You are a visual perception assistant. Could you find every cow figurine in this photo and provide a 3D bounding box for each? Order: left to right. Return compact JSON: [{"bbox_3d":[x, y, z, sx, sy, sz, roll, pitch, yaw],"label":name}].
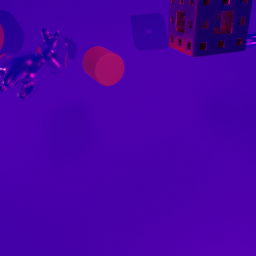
[{"bbox_3d":[-1.703,-1.140,4.872,1.304,0.716,1.283,18,71,32],"label":"cow figurine"}]

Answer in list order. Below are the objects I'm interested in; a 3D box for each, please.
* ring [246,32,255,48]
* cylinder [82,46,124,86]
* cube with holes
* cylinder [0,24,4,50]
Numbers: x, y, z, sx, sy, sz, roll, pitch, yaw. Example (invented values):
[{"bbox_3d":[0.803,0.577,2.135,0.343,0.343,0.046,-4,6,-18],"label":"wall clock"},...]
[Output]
[{"bbox_3d":[2.646,-2.364,5.913,1.574,1.574,0.315,8,56,1],"label":"ring"},{"bbox_3d":[-0.599,-1.490,6.709,0.772,0.772,0.772,-42,41,-6],"label":"cylinder"},{"bbox_3d":[1.348,-1.858,4.795,0.984,0.984,0.984,-11,119,-14],"label":"cube with holes"},{"bbox_3d":[-3.734,-2.274,6.421,1.242,1.242,1.242,0,89,4],"label":"cylinder"}]
